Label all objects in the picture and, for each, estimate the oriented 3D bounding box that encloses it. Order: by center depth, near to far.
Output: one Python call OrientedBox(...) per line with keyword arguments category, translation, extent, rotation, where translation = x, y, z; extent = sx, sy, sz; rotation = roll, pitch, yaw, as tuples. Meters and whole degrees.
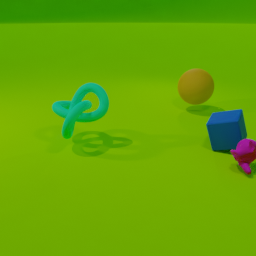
OrientedBox(category="monkey head", translation=(2.706, 0.617, 6.256), extent=(0.608, 1.008, 0.725), rotation=(-31, 62, 14))
OrientedBox(category="cube", translation=(2.580, 0.054, 7.277), extent=(0.786, 0.786, 0.786), rotation=(-7, 21, 32))
OrientedBox(category="knot shape", translation=(-1.216, -0.539, 7.405), extent=(1.518, 0.750, 1.623), rotation=(-30, 35, 8))
OrientedBox(category="ball", translation=(2.404, -1.462, 9.941), extent=(1.273, 1.273, 1.273), rotation=(0, 23, 0))
